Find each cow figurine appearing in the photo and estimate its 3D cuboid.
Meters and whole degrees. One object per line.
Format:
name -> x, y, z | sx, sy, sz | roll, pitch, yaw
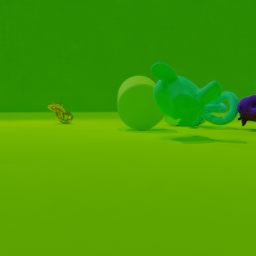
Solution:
cow figurine -> 3.400, -0.493, 7.745 | 1.410, 0.774, 1.388 | 4, -8, -33

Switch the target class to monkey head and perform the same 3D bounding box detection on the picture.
monkey head -> 1.116, -0.665, 5.423 | 1.170, 0.980, 1.627 | -34, -39, 13

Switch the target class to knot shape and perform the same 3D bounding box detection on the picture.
knot shape -> -2.853, -0.696, 11.887 | 0.540, 1.168, 1.093 | -42, 16, -1
knot shape -> 2.617, -0.637, 8.862 | 1.670, 0.771, 1.562 | -17, 21, 20

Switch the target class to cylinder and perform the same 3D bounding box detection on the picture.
cylinder -> 2.072, -0.730, 10.009 | 1.287, 1.287, 1.287 | -2, 4, -34
cylinder -> 0.343, -0.740, 7.929 | 1.277, 1.277, 1.277 | 0, 20, -2
